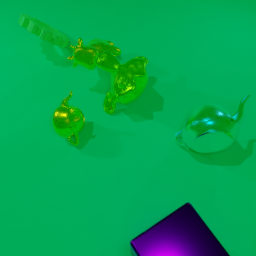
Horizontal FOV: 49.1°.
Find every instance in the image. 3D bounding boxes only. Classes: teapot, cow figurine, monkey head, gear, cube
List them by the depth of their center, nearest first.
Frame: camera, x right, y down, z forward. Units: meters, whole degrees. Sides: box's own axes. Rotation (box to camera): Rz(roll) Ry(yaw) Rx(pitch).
[{"bbox_3d":[0.874,2.290,4.905,1.241,1.241,1.241,-29,62,-15],"label":"cube"},{"bbox_3d":[1.868,-0.069,6.282,1.972,1.226,0.966,-29,45,35],"label":"teapot"},{"bbox_3d":[-1.371,-0.217,6.661,0.643,1.313,0.817,-5,8,33],"label":"teapot"},{"bbox_3d":[-0.164,-1.292,7.070,1.339,1.121,1.861,34,81,-1],"label":"monkey head"},{"bbox_3d":[-0.932,-2.021,7.531,1.438,0.802,1.462,6,31,-25],"label":"cow figurine"},{"bbox_3d":[-2.418,-2.817,8.121,1.432,1.432,0.265,38,108,21],"label":"gear"}]
